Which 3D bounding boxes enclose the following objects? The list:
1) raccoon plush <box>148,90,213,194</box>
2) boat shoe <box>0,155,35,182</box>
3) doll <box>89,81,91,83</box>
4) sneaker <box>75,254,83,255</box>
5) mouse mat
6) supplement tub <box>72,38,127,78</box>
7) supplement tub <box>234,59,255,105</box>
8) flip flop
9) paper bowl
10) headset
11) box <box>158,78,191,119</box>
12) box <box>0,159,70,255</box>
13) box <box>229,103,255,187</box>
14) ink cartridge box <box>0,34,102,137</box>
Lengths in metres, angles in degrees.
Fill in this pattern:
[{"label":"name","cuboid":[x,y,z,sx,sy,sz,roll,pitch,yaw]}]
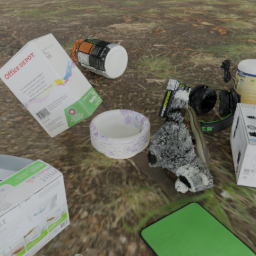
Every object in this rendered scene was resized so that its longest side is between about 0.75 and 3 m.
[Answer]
[{"label":"raccoon plush","cuboid":[1.497,0.358,6.718,1.608,2.399,1.161,19,7,26]},{"label":"boat shoe","cuboid":[-3.016,1.331,6.049,3.012,1.284,1.113,11,12,-43]},{"label":"doll","cuboid":[-1.886,-1.980,12.288,0.526,0.187,0.770,-13,33,-18]},{"label":"sneaker","cuboid":[-1.100,2.510,4.649,0.385,0.468,1.017,18,36,28]},{"label":"mouse mat","cuboid":[1.408,2.331,5.337,1.649,0.077,2.049,-18,37,-27]},{"label":"supplement tub","cuboid":[-1.396,-3.377,13.269,2.534,1.553,1.553,27,40,37]},{"label":"supplement tub","cuboid":[4.367,-1.391,9.798,1.270,1.759,1.270,0,30,0]},{"label":"flip flop","cuboid":[1.751,0.159,7.816,0.669,0.942,2.323,-22,31,15]},{"label":"paper bowl","cuboid":[-0.221,0.230,7.984,1.692,0.880,1.692,1,32,0]},{"label":"headset","cuboid":[2.962,-1.091,9.560,1.832,1.394,2.967,14,47,33]},{"label":"box","cuboid":[1.314,-0.732,7.756,0.259,1.089,1.052,20,7,31]},{"label":"box","cuboid":[-1.959,1.635,5.168,0.777,1.417,1.606,22,39,32]},{"label":"box","cuboid":[3.212,0.372,7.398,0.652,1.264,2.167,6,31,10]},{"label":"ink cartridge box","cuboid":[-2.236,-1.182,8.161,1.766,2.439,1.024,-26,19,32]}]
